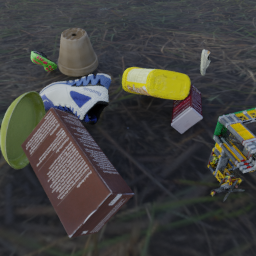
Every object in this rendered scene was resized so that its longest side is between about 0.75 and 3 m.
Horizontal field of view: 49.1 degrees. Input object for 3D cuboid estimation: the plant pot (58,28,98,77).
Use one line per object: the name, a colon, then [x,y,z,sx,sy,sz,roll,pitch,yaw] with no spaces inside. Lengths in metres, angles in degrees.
plant pot: [-1.868,-2.835,10.193,1.498,1.300,1.498,1,47,-1]

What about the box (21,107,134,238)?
box: [-0.986,0.733,5.116,2.150,1.077,0.806,51,15,32]

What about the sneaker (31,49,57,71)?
sneaker: [-3.066,-2.514,10.328,0.498,1.299,0.544,-24,69,13]

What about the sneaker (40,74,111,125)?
sneaker: [-1.442,-0.655,7.790,2.154,0.870,1.244,-13,74,17]

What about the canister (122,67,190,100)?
canister: [0.776,-1.317,8.228,1.388,0.809,1.869,5,10,-22]

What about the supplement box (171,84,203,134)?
supplement box: [1.653,-0.555,7.871,0.433,0.774,1.422,38,35,-16]

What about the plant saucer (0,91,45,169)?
plant saucer: [-2.352,0.028,6.254,0.273,1.760,1.760,11,37,6]

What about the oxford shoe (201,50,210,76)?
oxford shoe: [2.704,-2.251,9.753,0.287,0.993,0.373,11,46,20]

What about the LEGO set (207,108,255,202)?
LEGO set: [2.443,0.551,5.457,1.527,1.985,1.150,-6,40,-21]
